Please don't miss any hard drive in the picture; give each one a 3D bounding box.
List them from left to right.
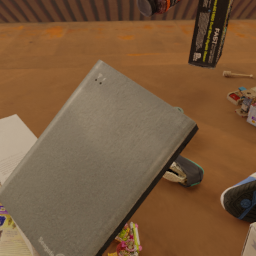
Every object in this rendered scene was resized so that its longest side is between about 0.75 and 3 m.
[{"bbox_3d":[-0.453,0.439,3.376,1.545,0.364,2.214,37,90,27],"label":"hard drive"}]

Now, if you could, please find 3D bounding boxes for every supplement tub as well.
[{"bbox_3d":[0.987,-3.612,7.435,1.605,0.858,0.858,-41,50,-15],"label":"supplement tub"}]

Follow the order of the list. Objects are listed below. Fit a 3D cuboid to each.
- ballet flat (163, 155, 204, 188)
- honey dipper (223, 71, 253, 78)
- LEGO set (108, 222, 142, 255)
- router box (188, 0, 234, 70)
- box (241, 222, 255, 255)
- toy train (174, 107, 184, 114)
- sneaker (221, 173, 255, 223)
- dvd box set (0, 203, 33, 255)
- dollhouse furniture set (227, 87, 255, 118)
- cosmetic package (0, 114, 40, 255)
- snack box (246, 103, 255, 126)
[{"bbox_3d":[0.782,0.739,6.554,2.022,0.739,0.739,32,48,32],"label":"ballet flat"},{"bbox_3d":[4.130,-1.980,10.491,1.090,0.207,0.207,8,38,5],"label":"honey dipper"},{"bbox_3d":[-0.249,1.905,4.973,0.895,0.725,1.947,-19,41,-23],"label":"LEGO set"},{"bbox_3d":[2.483,-3.204,8.061,0.805,2.591,1.941,13,29,17],"label":"router box"},{"bbox_3d":[3.096,2.034,4.353,2.157,1.175,1.379,-13,34,-17],"label":"box"},{"bbox_3d":[0.783,-0.143,7.714,1.766,0.753,1.007,13,52,13],"label":"toy train"},{"bbox_3d":[3.035,1.254,5.883,2.468,0.934,0.951,-12,12,-11],"label":"sneaker"},{"bbox_3d":[-2.232,2.038,5.174,1.364,0.274,1.865,2,37,2],"label":"dvd box set"},{"bbox_3d":[3.554,-0.977,8.699,0.751,0.756,1.072,-17,42,-20],"label":"dollhouse furniture set"},{"bbox_3d":[-1.945,0.948,5.262,0.995,1.384,2.453,-26,43,-32],"label":"cosmetic package"},{"bbox_3d":[4.891,-0.146,7.695,1.763,0.657,2.480,-24,43,-28],"label":"snack box"}]
